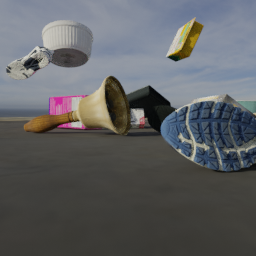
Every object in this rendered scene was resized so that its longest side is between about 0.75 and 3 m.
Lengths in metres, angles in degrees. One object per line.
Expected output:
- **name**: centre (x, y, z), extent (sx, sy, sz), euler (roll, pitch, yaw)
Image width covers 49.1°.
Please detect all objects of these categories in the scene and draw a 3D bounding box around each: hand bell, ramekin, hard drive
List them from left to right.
- **ramekin**: centre (-2.491, -3.383, 11.665), extent (2.104, 1.104, 2.104), euler (-4, -14, -1)
- **hand bell**: centre (-1.489, -0.251, 7.172), extent (2.808, 1.462, 1.462), euler (-13, -2, 20)
- **hard drive**: centre (0.220, -0.744, 10.403), extent (2.314, 0.380, 1.615), euler (-18, -28, 31)

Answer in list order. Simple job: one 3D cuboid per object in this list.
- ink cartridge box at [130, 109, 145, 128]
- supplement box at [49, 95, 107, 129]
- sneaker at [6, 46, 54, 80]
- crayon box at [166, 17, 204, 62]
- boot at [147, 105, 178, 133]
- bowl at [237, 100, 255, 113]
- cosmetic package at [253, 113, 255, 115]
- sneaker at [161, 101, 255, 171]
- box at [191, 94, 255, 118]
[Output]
- **ink cartridge box**: centre (0.123, -0.344, 9.998), extent (0.890, 0.648, 0.377), euler (-2, -25, -5)
- **supplement box**: centre (-1.759, -0.549, 9.968), extent (2.243, 1.159, 1.135), euler (5, 4, 44)
- **sneaker**: centre (-3.232, -2.262, 9.533), extent (1.706, 0.681, 1.110), euler (-25, 23, 21)
- **crayon box**: centre (2.594, -3.930, 12.742), extent (0.614, 1.498, 2.382), euler (24, 4, -9)
- **boot**: centre (1.630, -0.185, 7.158), extent (1.878, 0.695, 1.539), euler (10, 10, 31)
- **bowl**: centre (5.752, -0.773, 14.082), extent (2.221, 1.161, 2.221), euler (0, 3, 0)
- **cosmetic package**: centre (5.879, -0.359, 11.944), extent (0.808, 0.546, 1.537), euler (-1, 3, -25)
- **sneaker**: centre (1.057, 0.139, 2.900), extent (1.658, 0.639, 0.706), euler (7, -9, -17)
- **box**: centre (2.699, -0.407, 8.077), extent (1.304, 0.398, 1.646), euler (31, -10, -16)
